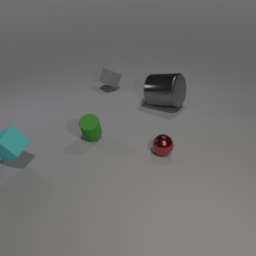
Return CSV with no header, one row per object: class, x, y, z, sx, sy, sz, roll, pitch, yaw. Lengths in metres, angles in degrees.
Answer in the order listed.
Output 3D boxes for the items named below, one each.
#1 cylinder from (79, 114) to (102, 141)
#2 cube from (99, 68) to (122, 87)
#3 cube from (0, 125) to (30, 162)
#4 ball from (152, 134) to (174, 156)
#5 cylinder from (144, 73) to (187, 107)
cylinder,-1.304,-0.020,9.791,0.700,0.700,0.700,-3,55,4
cube,-0.875,-2.492,13.860,0.700,0.700,0.700,7,18,-48
cube,-3.508,0.467,8.278,0.700,0.700,0.700,-21,33,38
ball,1.141,0.555,9.156,0.700,0.700,0.700,0,30,0
cylinder,1.606,-1.633,12.060,1.400,1.400,1.400,6,28,34
